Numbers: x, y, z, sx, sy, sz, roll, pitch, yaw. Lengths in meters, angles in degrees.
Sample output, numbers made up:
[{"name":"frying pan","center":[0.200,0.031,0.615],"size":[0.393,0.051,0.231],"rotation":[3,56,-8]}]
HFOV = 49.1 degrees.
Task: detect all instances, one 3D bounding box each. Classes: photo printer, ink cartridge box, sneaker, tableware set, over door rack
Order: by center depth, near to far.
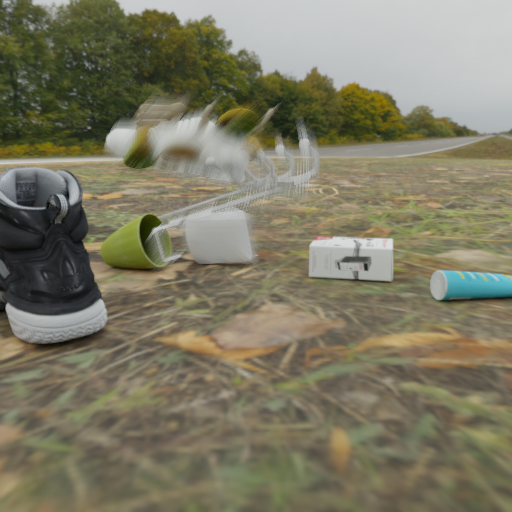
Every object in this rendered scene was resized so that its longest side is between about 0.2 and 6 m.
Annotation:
[{"name":"sneaker","center":[-3.068,-0.200,7.425],"size":[1.309,1.974,3.469],"rotation":[-11,17,-40]},{"name":"ink cartridge box","center":[1.646,0.028,9.592],"size":[1.371,0.568,1.006],"rotation":[2,12,13]},{"name":"over door rack","center":[-0.698,-1.137,9.778],"size":[3.104,1.034,2.293],"rotation":[-31,14,-14]},{"name":"photo printer","center":[-0.711,-0.321,10.155],"size":[1.142,0.950,0.397],"rotation":[-4,22,18]},{"name":"tableware set","center":[-1.082,-2.138,10.705],"size":[2.738,0.420,1.845],"rotation":[-5,-22,-26]},{"name":"sneaker","center":[-1.663,-2.470,12.358],"size":[3.155,1.270,1.205],"rotation":[8,9,-22]}]

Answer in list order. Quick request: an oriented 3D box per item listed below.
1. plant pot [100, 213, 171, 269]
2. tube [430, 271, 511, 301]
[{"name":"plant pot","center":[-2.202,-0.150,9.940],"size":[1.031,0.965,0.965],"rotation":[-15,6,23]},{"name":"tube","center":[3.450,0.445,8.317],"size":[1.710,0.431,0.662],"rotation":[1,24,-15]}]
